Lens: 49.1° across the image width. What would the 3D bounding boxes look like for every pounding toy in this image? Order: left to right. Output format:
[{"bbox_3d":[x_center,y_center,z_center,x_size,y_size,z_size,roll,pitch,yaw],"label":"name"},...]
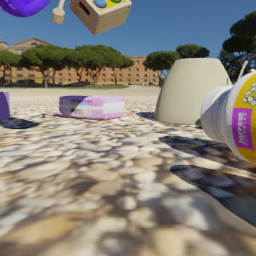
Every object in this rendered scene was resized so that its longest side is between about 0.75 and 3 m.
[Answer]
[{"bbox_3d":[-0.927,-2.707,5.976,1.500,1.318,0.686,-34,-11,-31],"label":"pounding toy"}]

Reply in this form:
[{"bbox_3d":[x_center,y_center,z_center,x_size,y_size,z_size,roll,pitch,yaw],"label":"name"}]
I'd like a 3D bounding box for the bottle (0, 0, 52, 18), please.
[{"bbox_3d":[-1.951,-2.409,4.253,2.389,0.998,0.780,38,-7,38],"label":"bottle"}]

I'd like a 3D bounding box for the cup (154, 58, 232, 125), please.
[{"bbox_3d":[2.165,-1.182,8.888,2.655,1.899,2.655,0,8,0],"label":"cup"}]

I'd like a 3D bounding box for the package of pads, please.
[{"bbox_3d":[-1.267,-0.736,9.728,2.075,0.785,1.250,5,7,34],"label":"package of pads"}]

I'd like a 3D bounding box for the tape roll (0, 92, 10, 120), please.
[{"bbox_3d":[-5.160,-0.765,9.397,2.204,0.937,2.204,-1,7,0],"label":"tape roll"}]

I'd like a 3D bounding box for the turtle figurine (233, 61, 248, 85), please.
[{"bbox_3d":[3.240,-0.803,7.126,1.362,1.893,1.836,33,42,12],"label":"turtle figurine"}]

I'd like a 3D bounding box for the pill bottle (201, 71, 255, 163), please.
[{"bbox_3d":[1.981,-0.086,3.270,1.228,1.228,2.355,-4,8,-28],"label":"pill bottle"}]

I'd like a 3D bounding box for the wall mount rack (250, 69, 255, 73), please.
[{"bbox_3d":[6.285,-1.918,10.541,2.497,2.874,1.071,45,8,-5],"label":"wall mount rack"}]
